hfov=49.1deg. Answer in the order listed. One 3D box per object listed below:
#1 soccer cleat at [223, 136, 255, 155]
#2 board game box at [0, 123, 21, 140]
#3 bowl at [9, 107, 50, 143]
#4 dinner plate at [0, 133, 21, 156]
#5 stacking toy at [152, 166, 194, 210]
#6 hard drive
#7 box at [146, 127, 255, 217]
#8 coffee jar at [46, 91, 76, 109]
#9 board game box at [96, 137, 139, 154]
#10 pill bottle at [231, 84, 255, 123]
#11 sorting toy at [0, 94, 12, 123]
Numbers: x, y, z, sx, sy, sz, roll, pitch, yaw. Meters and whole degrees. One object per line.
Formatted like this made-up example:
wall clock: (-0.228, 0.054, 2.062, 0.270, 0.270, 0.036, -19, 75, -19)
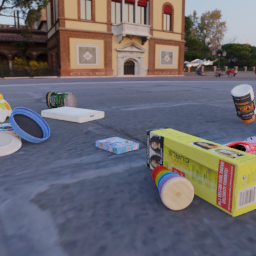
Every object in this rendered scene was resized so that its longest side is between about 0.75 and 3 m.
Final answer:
soccer cleat: (3.049, 0.556, 7.234, 1.886, 0.629, 0.721, -10, -16, -21)
board game box: (-4.903, 0.204, 9.638, 2.238, 0.387, 1.413, -5, 14, -22)
bowl: (-3.275, -0.087, 9.330, 1.427, 0.280, 1.427, 40, 20, -17)
dinner plate: (-4.018, 0.433, 8.424, 1.525, 0.185, 1.525, 8, 24, -4)
stacking toy: (0.771, 1.070, 5.588, 0.609, 0.609, 1.426, -2, 8, -9)
hard drive: (-2.695, -0.680, 13.626, 2.586, 0.345, 1.706, 8, 15, 35)
box: (1.394, 0.750, 5.922, 0.686, 1.031, 2.739, -8, 16, -29)
coffee jar: (-3.846, -1.547, 15.897, 1.980, 1.033, 0.845, 11, 20, 41)
board game box: (-0.343, 0.520, 8.676, 0.846, 0.205, 1.119, -11, 17, -39)
pill bottle: (5.045, -0.999, 12.105, 0.863, 1.625, 0.863, -20, 33, 14)
sorting toy: (-6.441, -0.695, 12.828, 2.110, 1.127, 1.900, -6, 33, -23)
